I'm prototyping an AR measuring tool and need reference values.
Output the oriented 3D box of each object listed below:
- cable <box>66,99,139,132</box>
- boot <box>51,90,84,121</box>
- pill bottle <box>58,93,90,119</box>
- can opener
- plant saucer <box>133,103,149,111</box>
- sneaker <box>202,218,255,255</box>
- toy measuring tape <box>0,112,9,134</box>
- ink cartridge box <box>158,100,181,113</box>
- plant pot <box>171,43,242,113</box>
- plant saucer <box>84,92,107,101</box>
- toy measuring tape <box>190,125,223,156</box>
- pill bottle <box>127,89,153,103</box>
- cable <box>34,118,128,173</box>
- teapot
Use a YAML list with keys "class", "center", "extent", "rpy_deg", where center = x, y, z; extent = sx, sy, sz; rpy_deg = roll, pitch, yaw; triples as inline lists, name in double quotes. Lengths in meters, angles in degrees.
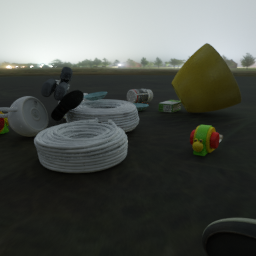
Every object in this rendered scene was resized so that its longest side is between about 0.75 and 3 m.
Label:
- class: "cable"
  center: [-0.832, -0.384, 9.391]
  extent: [2.451, 0.849, 2.452]
  rpy_deg: [-9, 16, -32]
- class: "boot"
  center: [-1.786, -0.874, 8.548]
  extent: [1.371, 0.475, 1.193]
  rpy_deg: [-36, 20, 21]
- class: "pill bottle"
  center: [-1.994, -0.945, 11.630]
  extent: [0.950, 0.950, 1.677]
  rpy_deg: [8, 15, 29]
- class: "can opener"
  center: [-2.318, -1.601, 9.381]
  extent: [0.766, 0.960, 2.871]
  rpy_deg: [16, 10, -13]
- class: "plant saucer"
  center: [0.347, -0.967, 13.259]
  extent: [1.281, 0.247, 1.281]
  rpy_deg: [-1, 13, 0]
- class: "sneaker"
  center: [1.334, 1.376, 2.462]
  extent: [1.688, 0.631, 0.896]
  rpy_deg: [12, 15, 37]
- class: "toy measuring tape"
  center: [-4.493, -0.104, 8.099]
  extent: [0.981, 0.981, 2.665]
  rpy_deg: [7, 15, 26]
- class: "ink cartridge box"
  center: [2.048, -1.034, 13.181]
  extent: [0.706, 0.403, 1.360]
  rpy_deg: [8, 16, 31]
- class: "plant pot"
  center: [3.206, -1.846, 12.323]
  extent: [2.118, 2.984, 2.984]
  rpy_deg: [-30, 10, 9]
- class: "plant saucer"
  center: [-1.131, -1.094, 9.778]
  extent: [0.861, 0.166, 0.861]
  rpy_deg: [-8, 17, 2]
- class: "toy measuring tape"
  center: [2.155, 0.193, 7.399]
  extent: [0.736, 0.736, 2.002]
  rpy_deg: [9, 16, 33]
- class: "pill bottle"
  center: [0.674, -1.739, 15.329]
  extent: [1.368, 0.792, 0.792]
  rpy_deg: [-10, 16, -39]
- class: "cable"
  center: [-1.065, 0.380, 6.530]
  extent: [2.120, 0.734, 2.120]
  rpy_deg: [-6, 16, -21]
- class: "teapot"
  center: [-3.186, -0.295, 8.542]
  extent: [0.971, 1.329, 1.312]
  rpy_deg: [-15, 24, 23]
